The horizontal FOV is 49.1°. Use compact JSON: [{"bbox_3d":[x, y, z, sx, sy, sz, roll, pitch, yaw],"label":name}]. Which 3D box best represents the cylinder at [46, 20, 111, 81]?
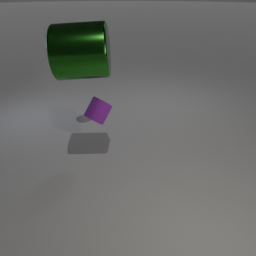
[{"bbox_3d":[-1.192,-1.958,7.151,1.400,1.400,1.400,-3,28,1],"label":"cylinder"}]

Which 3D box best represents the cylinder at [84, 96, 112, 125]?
[{"bbox_3d":[-0.969,-0.565,9.107,0.700,0.700,0.700,28,0,0],"label":"cylinder"}]
